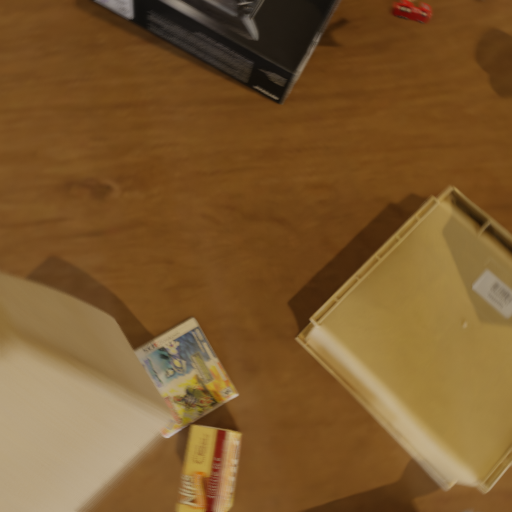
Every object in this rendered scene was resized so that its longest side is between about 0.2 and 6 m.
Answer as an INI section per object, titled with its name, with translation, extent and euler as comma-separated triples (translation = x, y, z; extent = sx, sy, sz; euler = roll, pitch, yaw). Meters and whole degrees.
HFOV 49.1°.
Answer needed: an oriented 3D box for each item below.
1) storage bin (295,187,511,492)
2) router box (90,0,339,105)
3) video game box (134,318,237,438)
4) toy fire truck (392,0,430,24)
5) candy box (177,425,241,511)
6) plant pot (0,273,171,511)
[storage bin]
translation = 2.521, 1.013, 7.369
extent = 2.779, 1.312, 2.799
euler = -43, 77, -13
[router box]
translation = -0.555, -4.786, 8.938
extent = 3.993, 1.043, 3.140
euler = 29, 75, -3
[video game box]
translation = -1.043, 1.653, 7.692
extent = 1.128, 0.290, 1.238
euler = -31, 75, -6
[toy fire truck]
translation = 2.599, -4.360, 9.623
extent = 0.833, 0.203, 0.588
euler = 15, 73, 5
[candy box]
translation = -0.515, 2.549, 6.685
extent = 0.454, 1.642, 0.948
euler = 7, 72, 6
[plant pot]
translation = -2.339, 1.291, 5.451
extent = 1.905, 1.689, 1.907
euler = -43, 42, -6
